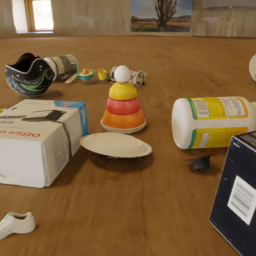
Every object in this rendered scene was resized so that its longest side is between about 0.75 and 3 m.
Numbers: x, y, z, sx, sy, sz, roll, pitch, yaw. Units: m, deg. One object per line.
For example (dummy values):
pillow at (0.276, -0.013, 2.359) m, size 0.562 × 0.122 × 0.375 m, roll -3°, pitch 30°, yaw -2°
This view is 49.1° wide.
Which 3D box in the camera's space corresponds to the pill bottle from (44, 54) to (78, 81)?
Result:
pill bottle at (-4.225, -3.497, 16.405) m, size 1.362 × 1.362 × 2.408 m, roll 19°, pitch 29°, yaw 37°

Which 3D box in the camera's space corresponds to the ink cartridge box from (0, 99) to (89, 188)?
ink cartridge box at (-2.595, 0.222, 7.791) m, size 2.141 × 1.235 × 2.951 m, roll 4°, pitch 23°, yaw 10°

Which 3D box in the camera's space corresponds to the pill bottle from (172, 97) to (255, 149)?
pill bottle at (2.787, -0.181, 8.414) m, size 2.678 × 1.510 × 1.510 m, roll -3°, pitch 23°, yaw -6°

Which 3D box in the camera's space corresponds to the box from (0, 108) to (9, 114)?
box at (-4.383, -0.290, 9.887) m, size 2.289 × 0.563 × 0.942 m, roll -9°, pitch 25°, yaw -20°

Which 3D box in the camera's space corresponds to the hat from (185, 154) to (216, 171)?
hat at (1.896, 0.911, 7.199) m, size 0.886 × 0.357 × 0.886 m, roll -13°, pitch -8°, yaw -2°

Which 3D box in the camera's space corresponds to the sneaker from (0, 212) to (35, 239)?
sneaker at (-2.253, 1.776, 5.205) m, size 0.959 × 0.424 × 0.361 m, roll -9°, pitch 26°, yaw -20°

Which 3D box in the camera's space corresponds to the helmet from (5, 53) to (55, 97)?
helmet at (-4.623, -2.413, 13.081) m, size 1.920 × 2.014 × 2.014 m, roll -47°, pitch 41°, yaw -15°

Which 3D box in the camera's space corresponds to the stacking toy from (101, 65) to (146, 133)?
stacking toy at (-0.160, -1.045, 9.588) m, size 1.599 × 2.189 × 1.599 m, roll 0°, pitch 22°, yaw 0°

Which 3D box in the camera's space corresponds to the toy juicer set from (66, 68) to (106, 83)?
toy juicer set at (-2.358, -3.113, 15.853) m, size 2.284 × 0.622 × 1.453 m, roll -8°, pitch 28°, yaw -2°

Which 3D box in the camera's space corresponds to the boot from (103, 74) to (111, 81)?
boot at (-1.083, -3.173, 16.924) m, size 1.347 × 0.489 × 1.225 m, roll -22°, pitch 29°, yaw -29°

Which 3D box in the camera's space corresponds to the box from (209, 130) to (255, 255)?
box at (2.666, 1.034, 4.883) m, size 1.928 × 1.943 × 1.198 m, roll -10°, pitch 32°, yaw -24°

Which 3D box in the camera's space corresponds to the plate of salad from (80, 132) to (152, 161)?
plate of salad at (-0.351, 0.552, 7.939) m, size 2.047 × 0.492 × 2.047 m, roll 8°, pitch 13°, yaw -2°

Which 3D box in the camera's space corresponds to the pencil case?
pencil case at (-0.042, -2.939, 15.738) m, size 2.198 × 0.855 × 0.983 m, roll 19°, pitch 31°, yaw 38°

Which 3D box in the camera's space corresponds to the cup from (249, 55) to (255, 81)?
cup at (7.619, -3.192, 15.618) m, size 1.764 × 1.764 × 1.262 m, roll 12°, pitch 48°, yaw 25°
